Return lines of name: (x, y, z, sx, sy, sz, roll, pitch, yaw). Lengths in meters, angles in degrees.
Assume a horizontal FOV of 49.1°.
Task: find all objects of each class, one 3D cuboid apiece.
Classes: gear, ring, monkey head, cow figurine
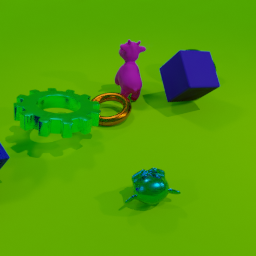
gear: (-1.636, -0.415, 6.604, 1.941, 0.359, 1.941, 8, 28, -4)
ring: (2.195, -1.961, 9.259, 1.491, 0.298, 1.491, 2, 69, -6)
monkey head: (0.399, 1.115, 5.180, 1.043, 0.750, 0.628, -8, 67, -8)
cow figurine: (0.084, -1.712, 8.203, 0.811, 1.453, 1.477, 0, 51, -21)
ring: (-0.514, -0.536, 7.634, 1.245, 0.249, 1.245, -3, 46, 3)

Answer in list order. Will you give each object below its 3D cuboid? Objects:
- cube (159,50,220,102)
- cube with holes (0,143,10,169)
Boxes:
cube: (1.681, -1.413, 7.780, 1.065, 1.065, 1.065, -6, 76, -28)
cube with holes: (-3.025, 0.517, 4.971, 1.025, 1.025, 1.025, 51, 21, 16)
